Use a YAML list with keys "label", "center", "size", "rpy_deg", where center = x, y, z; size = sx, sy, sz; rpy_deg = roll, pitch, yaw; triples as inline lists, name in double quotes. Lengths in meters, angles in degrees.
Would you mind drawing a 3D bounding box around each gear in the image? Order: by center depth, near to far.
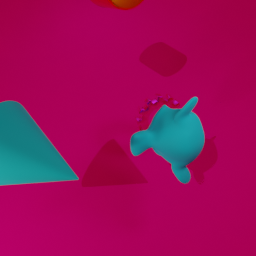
- label: "gear"
  center: [0.763, -0.282, 6.975]
  size: [1.169, 1.169, 0.216]
  rpy_deg: [-16, 33, -9]

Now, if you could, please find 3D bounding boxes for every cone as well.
- label: "cone"
  center: [-1.535, 0.552, 4.719]
  size: [1.592, 1.586, 1.586]
  rpy_deg: [21, 63, 11]

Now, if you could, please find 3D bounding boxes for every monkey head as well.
- label: "monkey head"
  center: [0.813, 0.247, 5.496]
  size: [1.351, 1.878, 1.132]
  rpy_deg: [-24, 34, -37]

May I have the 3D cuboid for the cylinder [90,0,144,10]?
- label: "cylinder"
  center: [-0.289, -3.358, 6.369]
  size: [1.196, 1.196, 1.196]
  rpy_deg: [-30, 35, -15]
